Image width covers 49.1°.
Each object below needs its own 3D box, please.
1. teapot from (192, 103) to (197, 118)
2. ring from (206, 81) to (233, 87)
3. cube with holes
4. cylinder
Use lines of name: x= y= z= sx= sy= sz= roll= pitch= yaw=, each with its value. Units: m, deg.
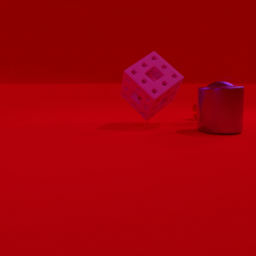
teapot: x=2.779 y=-0.752 z=10.502 sx=0.845 sy=0.665 sz=1.359 roll=-19 pitch=-14 yaw=13
ring: x=3.139 y=-0.881 z=9.618 sx=1.429 sy=1.429 sz=0.286 roll=2 pitch=7 yaw=10
cube with holes: x=0.724 y=-1.334 z=9.074 sx=1.320 sy=1.320 sz=1.320 roll=-38 pitch=-17 yaw=-23
cylinder: x=2.657 y=-0.553 z=8.080 sx=1.270 sy=1.270 sz=1.270 roll=-2 pitch=9 yaw=0
